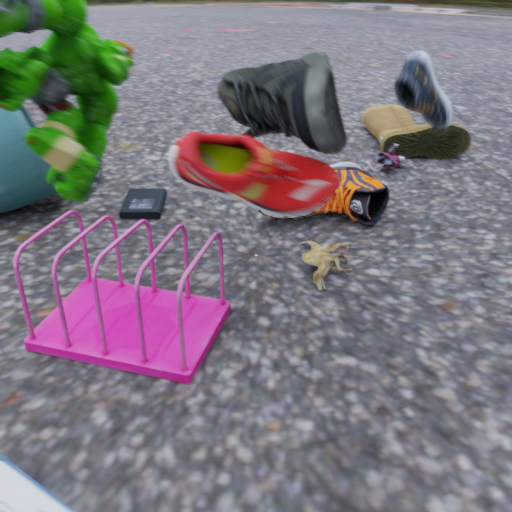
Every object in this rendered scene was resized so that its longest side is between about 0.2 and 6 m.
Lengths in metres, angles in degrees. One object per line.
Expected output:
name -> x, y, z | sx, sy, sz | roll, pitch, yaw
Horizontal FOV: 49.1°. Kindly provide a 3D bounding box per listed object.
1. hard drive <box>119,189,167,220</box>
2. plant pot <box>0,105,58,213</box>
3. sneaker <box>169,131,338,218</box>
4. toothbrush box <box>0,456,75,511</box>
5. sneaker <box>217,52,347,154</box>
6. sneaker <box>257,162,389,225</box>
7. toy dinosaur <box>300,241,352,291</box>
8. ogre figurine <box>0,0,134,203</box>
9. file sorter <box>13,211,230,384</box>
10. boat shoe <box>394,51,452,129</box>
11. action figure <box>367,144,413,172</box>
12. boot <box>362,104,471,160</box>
hard drive -> -2.434, -1.141, 12.154 | 0.864, 0.204, 1.239 | -1, 31, -1
plant pot -> -5.505, -2.071, 11.540 | 2.158, 2.689, 2.689 | -30, 38, -10
sneaker -> 0.047, -1.064, 7.175 | 2.304, 0.887, 0.978 | 7, -10, -15
toothbrush box -> -1.055, 2.769, 3.126 | 1.971, 2.692, 1.148 | 20, 37, 28
sneaker -> 0.343, -2.123, 8.177 | 1.807, 1.206, 3.154 | -14, 29, 9
sneaker -> 1.520, -1.234, 11.423 | 2.901, 1.125, 1.625 | -17, 33, -26
toy dinosaur -> 1.230, -0.024, 10.017 | 0.840, 0.484, 1.661 | -3, 31, -2
ogre figurine -> -3.079, -2.806, 8.890 | 1.795, 3.658, 2.193 | -5, 51, 27
file sorter -> -1.872, 0.433, 8.129 | 2.563, 1.607, 1.781 | 8, 31, 14
boat shoe -> 3.180, -2.979, 10.806 | 0.625, 1.766, 0.801 | 9, 57, 48
action figure -> 3.422, -2.351, 14.086 | 1.000, 0.745, 0.670 | -14, 70, -50
boot -> 4.368, -3.602, 15.635 | 2.445, 0.923, 2.792 | 1, 30, 1
